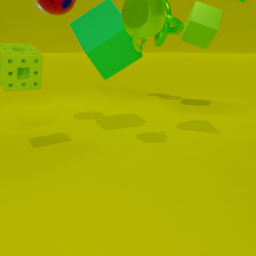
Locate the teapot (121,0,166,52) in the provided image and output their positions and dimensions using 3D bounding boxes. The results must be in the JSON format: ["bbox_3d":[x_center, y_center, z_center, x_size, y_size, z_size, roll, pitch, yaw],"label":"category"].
[{"bbox_3d":[0.376,-2.296,5.594,0.948,1.524,0.746,27,22,33],"label":"teapot"}]

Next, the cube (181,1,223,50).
[{"bbox_3d":[2.691,-3.753,10.295,1.048,1.048,1.048,20,-25,-1],"label":"cube"}]

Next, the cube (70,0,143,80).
[{"bbox_3d":[-0.566,-2.370,7.586,1.282,1.282,1.282,-32,60,4],"label":"cube"}]

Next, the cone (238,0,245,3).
[{"bbox_3d":[1.978,-3.100,5.725,1.354,1.359,1.354,-34,-4,-3],"label":"cone"}]

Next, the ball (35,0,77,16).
[{"bbox_3d":[-1.915,-3.581,7.399,1.136,1.136,1.136,0,17,0],"label":"ball"}]

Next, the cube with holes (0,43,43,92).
[{"bbox_3d":[-2.404,-1.344,6.151,0.789,0.789,0.789,-10,37,-34],"label":"cube with holes"}]

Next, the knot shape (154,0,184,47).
[{"bbox_3d":[1.320,-4.496,11.640,0.913,1.849,1.976,-35,7,-24],"label":"knot shape"}]
